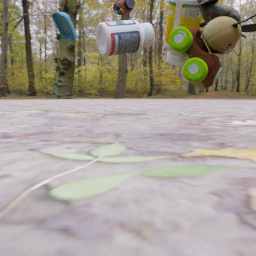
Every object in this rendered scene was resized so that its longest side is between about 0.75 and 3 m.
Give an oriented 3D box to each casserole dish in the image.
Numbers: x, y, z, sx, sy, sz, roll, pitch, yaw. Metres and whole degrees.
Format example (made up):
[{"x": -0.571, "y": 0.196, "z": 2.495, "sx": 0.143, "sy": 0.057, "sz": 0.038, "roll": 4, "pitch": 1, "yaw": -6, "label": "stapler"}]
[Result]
[{"x": -1.817, "y": -2.974, "z": 8.121, "sx": 0.606, "sy": 0.194, "sz": 1.001, "roll": 21, "pitch": -25, "yaw": 25, "label": "casserole dish"}]

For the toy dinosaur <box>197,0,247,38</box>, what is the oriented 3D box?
[{"x": 2.334, "y": -2.733, "z": 7.038, "sx": 1.786, "sy": 0.913, "sz": 0.687, "roll": 29, "pitch": 45, "yaw": -2, "label": "toy dinosaur"}]

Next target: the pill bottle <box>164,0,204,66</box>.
[{"x": 1.617, "y": -2.814, "z": 8.119, "sx": 1.058, "sy": 1.875, "sz": 1.058, "roll": 2, "pitch": 32, "yaw": -1, "label": "pill bottle"}]

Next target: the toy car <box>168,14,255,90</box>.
[{"x": 2.194, "y": -1.961, "z": 6.620, "sx": 1.942, "sy": 1.532, "sz": 1.595, "roll": -27, "pitch": -9, "yaw": 23, "label": "toy car"}]

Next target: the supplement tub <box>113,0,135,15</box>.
[{"x": -0.098, "y": -3.486, "z": 7.983, "sx": 0.414, "sy": 0.414, "sz": 0.774, "roll": -4, "pitch": 12, "yaw": -28, "label": "supplement tub"}]

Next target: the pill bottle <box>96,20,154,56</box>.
[{"x": -0.092, "y": -3.819, "z": 11.819, "sx": 2.237, "sy": 1.338, "sz": 1.338, "roll": -13, "pitch": 12, "yaw": -23, "label": "pill bottle"}]
